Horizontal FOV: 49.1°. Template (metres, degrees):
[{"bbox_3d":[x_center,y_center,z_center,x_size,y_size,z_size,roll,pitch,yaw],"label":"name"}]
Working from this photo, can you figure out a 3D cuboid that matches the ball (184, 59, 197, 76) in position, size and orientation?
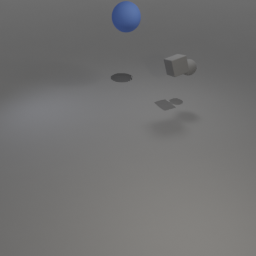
[{"bbox_3d":[2.627,-2.635,12.173,0.700,0.700,0.700,0,31,0],"label":"ball"}]

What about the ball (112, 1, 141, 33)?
[{"bbox_3d":[-0.086,-5.333,13.471,1.400,1.400,1.400,0,31,0],"label":"ball"}]

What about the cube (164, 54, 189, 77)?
[{"bbox_3d":[2.002,-2.594,11.595,0.700,0.700,0.700,-23,25,-13],"label":"cube"}]
